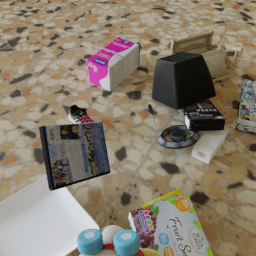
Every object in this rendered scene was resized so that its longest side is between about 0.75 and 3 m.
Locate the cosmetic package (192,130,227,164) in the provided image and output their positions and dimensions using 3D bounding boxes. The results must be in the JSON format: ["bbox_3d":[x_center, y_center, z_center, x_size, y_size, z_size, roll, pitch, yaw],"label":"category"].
[{"bbox_3d":[2.991,0.577,10.276,0.724,0.527,1.424,29,49,26],"label":"cosmetic package"}]

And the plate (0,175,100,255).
[{"bbox_3d":[-2.670,2.868,7.822,2.904,0.469,2.897,-31,44,-25],"label":"plate"}]

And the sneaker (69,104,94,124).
[{"bbox_3d":[-1.766,-0.355,11.008,0.645,0.764,1.748,-34,55,-29],"label":"sneaker"}]

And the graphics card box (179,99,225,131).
[{"bbox_3d":[2.818,-0.540,10.923,1.306,0.529,2.082,-2,25,-2],"label":"graphics card box"}]

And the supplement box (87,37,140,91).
[{"bbox_3d":[-0.628,-3.090,13.326,1.288,1.316,2.546,26,53,22],"label":"supplement box"}]

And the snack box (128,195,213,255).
[{"bbox_3d":[1.195,3.180,7.289,1.744,0.650,2.453,-12,61,-13],"label":"snack box"}]

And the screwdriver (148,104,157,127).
[{"bbox_3d":[0.887,-0.417,9.794,0.152,1.090,0.159,27,65,42],"label":"screwdriver"}]

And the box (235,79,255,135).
[{"bbox_3d":[5.651,-0.800,11.567,1.992,0.580,2.910,16,48,15],"label":"box"}]

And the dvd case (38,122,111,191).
[{"bbox_3d":[-1.492,0.738,8.460,0.217,1.762,2.470,-11,-3,35],"label":"dvd case"}]

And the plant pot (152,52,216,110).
[{"bbox_3d":[2.191,-2.067,11.551,1.996,1.775,2.000,-21,28,-19],"label":"plant pot"}]

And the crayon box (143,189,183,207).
[{"bbox_3d":[1.242,2.577,8.410,1.274,0.371,1.100,-19,49,-18],"label":"crayon box"}]

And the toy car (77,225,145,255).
[{"bbox_3d":[-0.276,3.142,7.231,1.731,1.804,1.957,-3,14,11],"label":"toy car"}]

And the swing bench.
[{"bbox_3d":[3.664,-3.361,13.466,2.415,1.575,2.427,-19,43,-17],"label":"swing bench"}]

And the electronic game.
[{"bbox_3d":[1.870,0.320,10.424,1.549,0.322,1.549,-11,28,6],"label":"electronic game"}]
